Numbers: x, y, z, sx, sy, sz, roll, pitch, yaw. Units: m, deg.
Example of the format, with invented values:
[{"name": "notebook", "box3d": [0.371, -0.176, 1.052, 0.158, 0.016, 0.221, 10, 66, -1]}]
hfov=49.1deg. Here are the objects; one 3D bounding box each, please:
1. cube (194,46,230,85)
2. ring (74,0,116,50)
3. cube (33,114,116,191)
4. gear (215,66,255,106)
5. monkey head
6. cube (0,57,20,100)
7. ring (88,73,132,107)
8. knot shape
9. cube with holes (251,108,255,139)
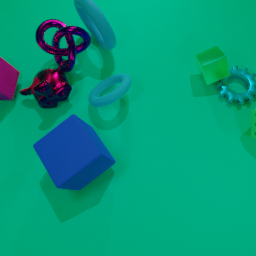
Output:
[{"name": "cube", "box3d": [2.740, -2.045, 9.143, 0.797, 0.797, 0.797, -23, 38, 9]}, {"name": "ring", "box3d": [-1.095, -3.526, 9.375, 0.409, 2.045, 2.045, -38, 71, -4]}, {"name": "cube", "box3d": [-1.411, 0.717, 7.645, 1.390, 1.390, 1.390, -37, 70, 2]}, {"name": "gear", "box3d": [3.669, -1.425, 9.380, 1.395, 0.258, 1.395, -1, 67, 1]}, {"name": "monkey head", "box3d": [-2.540, -1.367, 8.721, 1.971, 1.418, 1.188, -32, 71, 5]}, {"name": "cube", "box3d": [-4.269, -1.555, 8.848, 1.036, 1.036, 1.036, 3, 73, 18]}, {"name": "ring", "box3d": [-0.578, -1.207, 8.842, 1.535, 0.307, 1.535, -23, 32, 15]}, {"name": "knot shape", "box3d": [-2.129, -2.649, 9.271, 1.748, 1.636, 0.808, 10, 32, 5]}, {"name": "cube with holes", "box3d": [4.205, -0.153, 8.181, 0.845, 0.845, 0.845, -17, 19, -41]}]
